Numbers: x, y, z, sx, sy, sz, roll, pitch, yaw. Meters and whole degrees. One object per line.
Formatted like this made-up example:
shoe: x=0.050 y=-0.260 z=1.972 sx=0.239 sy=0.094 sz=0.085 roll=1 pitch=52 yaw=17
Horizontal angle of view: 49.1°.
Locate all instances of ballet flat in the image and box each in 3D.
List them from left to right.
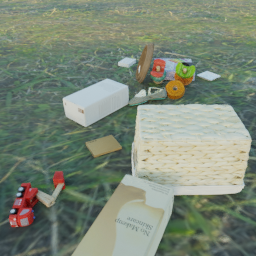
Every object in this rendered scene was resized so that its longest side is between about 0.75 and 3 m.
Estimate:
ballet flat: x=0.738 y=-1.280 z=10.865 sx=1.665 sy=0.530 sz=0.561 roll=-14 pitch=17 yaw=-21

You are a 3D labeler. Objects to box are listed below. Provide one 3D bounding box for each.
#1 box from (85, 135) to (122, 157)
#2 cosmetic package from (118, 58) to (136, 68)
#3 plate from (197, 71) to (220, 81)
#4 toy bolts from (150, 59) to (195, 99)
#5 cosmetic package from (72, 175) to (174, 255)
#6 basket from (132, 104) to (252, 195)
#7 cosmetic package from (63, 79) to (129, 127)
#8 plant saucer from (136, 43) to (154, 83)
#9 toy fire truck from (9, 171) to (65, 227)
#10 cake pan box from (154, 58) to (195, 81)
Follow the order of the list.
box: x=-0.746 y=0.534 z=8.489 sx=0.902 sy=0.096 sz=0.737 roll=-16 pitch=36 yaw=-23
cosmetic package: x=-0.043 y=-3.385 z=14.466 sx=0.617 sy=0.212 sz=0.819 roll=18 pitch=37 yaw=23
plate: x=3.744 y=-2.388 z=12.997 sx=0.801 sy=0.130 sz=0.803 roll=-24 pitch=40 yaw=-34
toy bolts: x=1.743 y=-1.948 z=11.841 sx=1.792 sy=1.243 sz=1.712 roll=19 pitch=77 yaw=11
cosmetic package: x=-0.002 y=2.048 z=5.467 sx=1.213 sy=0.819 sz=2.306 roll=13 pitch=35 yaw=19
basket: x=1.482 y=0.464 z=7.131 sx=2.730 sy=1.684 sz=1.851 roll=0 pitch=33 yaw=-1
cosmetic package: x=-1.103 y=-0.976 z=10.187 sx=1.146 sy=0.835 sz=2.255 roll=26 pitch=43 yaw=34
plant saucer: x=0.692 y=-2.813 z=12.077 sx=0.264 sy=1.792 sz=1.792 roll=15 pitch=31 yaw=-11
toy fire truck: x=-2.064 y=1.629 z=6.549 sx=1.026 sy=0.355 sz=1.455 roll=-2 pitch=33 yaw=-2
cake pan box: x=2.193 y=-2.797 z=13.310 sx=1.926 sy=0.504 sz=1.774 roll=3 pitch=35 yaw=4
